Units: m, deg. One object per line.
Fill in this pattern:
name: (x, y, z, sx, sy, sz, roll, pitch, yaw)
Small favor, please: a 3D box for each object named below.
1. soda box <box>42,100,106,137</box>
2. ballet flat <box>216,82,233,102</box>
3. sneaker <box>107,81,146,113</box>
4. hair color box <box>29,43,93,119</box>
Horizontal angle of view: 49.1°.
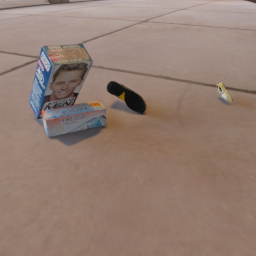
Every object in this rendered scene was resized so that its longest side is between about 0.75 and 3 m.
soda box: (-1.566, -0.295, 8.272, 1.802, 0.616, 0.573, -12, 38, -20)
ballet flat: (3.400, -1.228, 9.907, 0.286, 0.311, 0.907, -21, 53, 8)
sneaker: (0.043, -1.073, 9.487, 1.573, 0.550, 0.708, 36, 15, 14)
hair color box: (-2.033, -1.298, 8.177, 1.210, 2.420, 0.732, -18, 68, -36)
